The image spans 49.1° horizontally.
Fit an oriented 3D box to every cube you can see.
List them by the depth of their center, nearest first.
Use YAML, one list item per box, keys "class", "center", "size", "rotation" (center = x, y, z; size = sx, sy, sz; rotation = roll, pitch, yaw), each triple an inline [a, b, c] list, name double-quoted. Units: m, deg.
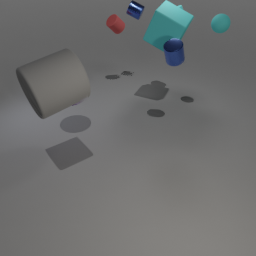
- class: "cube"
  center: [1.702, -4.227, 11.834]
  size: [1.400, 1.400, 1.400]
  rotation: [31, 46, 2]

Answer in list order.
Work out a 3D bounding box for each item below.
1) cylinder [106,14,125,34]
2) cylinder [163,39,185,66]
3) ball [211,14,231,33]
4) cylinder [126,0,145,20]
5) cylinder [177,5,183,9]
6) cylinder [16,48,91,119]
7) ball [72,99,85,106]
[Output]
- class: "cylinder"
  center: [-0.616, -5.206, 14.051]
  size: [0.700, 0.700, 0.700]
  rotation: [32, 2, 41]
- class: "cylinder"
  center: [1.662, -2.709, 10.068]
  size: [0.700, 0.700, 0.700]
  rotation: [-8, 54, 12]
- class: "ball"
  center: [3.511, -3.955, 10.606]
  size: [0.700, 0.700, 0.700]
  rotation: [0, 31, 0]
- class: "cylinder"
  center: [0.377, -5.899, 14.026]
  size: [0.700, 0.700, 0.700]
  rotation: [27, 33, -2]
- class: "cylinder"
  center: [2.189, -5.001, 12.527]
  size: [0.700, 0.700, 0.700]
  rotation: [-24, 23, 11]
- class: "cylinder"
  center: [-1.907, -1.143, 7.228]
  size: [1.400, 1.400, 1.400]
  rotation: [-30, 41, -22]
- class: "ball"
  center: [-2.136, -1.523, 10.349]
  size: [1.400, 1.400, 1.400]
  rotation: [0, 31, 0]
